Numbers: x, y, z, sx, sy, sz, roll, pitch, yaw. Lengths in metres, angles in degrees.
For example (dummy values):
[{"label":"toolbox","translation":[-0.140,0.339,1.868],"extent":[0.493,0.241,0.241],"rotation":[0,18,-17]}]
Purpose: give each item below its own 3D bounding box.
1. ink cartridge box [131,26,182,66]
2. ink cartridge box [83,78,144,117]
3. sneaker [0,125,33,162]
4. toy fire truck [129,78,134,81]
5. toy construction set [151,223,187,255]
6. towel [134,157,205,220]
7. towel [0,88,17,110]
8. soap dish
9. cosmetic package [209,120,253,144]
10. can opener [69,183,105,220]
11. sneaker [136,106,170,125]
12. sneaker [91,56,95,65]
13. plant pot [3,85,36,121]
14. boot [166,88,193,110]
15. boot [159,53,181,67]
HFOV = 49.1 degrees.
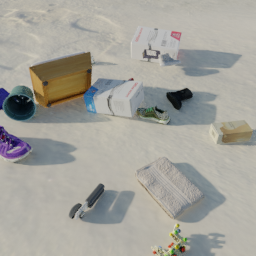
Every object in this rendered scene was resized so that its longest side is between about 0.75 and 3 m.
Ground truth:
[{"label":"ink cartridge box","translation":[1.523,-4.508,15.246],"extent":[2.465,1.040,1.785],"rotation":[12,51,8]},{"label":"ink cartridge box","translation":[-0.548,-1.312,11.742],"extent":[2.094,0.876,1.519],"rotation":[8,40,21]},{"label":"sneaker","translation":[-4.401,0.441,9.842],"extent":[2.293,0.957,0.925],"rotation":[19,45,20]},{"label":"toy fire truck","translation":[-0.021,-1.915,13.027],"extent":[0.714,0.476,0.850],"rotation":[-12,35,23]},{"label":"toy construction set","translation":[1.114,3.013,7.235],"extent":[1.002,0.462,0.657],"rotation":[-30,73,-21]},{"label":"towel","translation":[1.242,1.770,8.760],"extent":[1.353,0.352,2.042],"rotation":[-25,47,-25]},{"label":"towel","translation":[-5.576,-1.260,12.352],"extent":[1.240,0.307,0.916],"rotation":[31,56,31]},{"label":"soap dish","translation":[-2.733,-2.031,12.004],"extent":[2.614,2.057,1.062],"rotation":[-21,62,-23]},{"label":"cosmetic package","translation":[3.860,0.143,10.540],"extent":[1.374,0.488,0.723],"rotation":[-7,41,-9]},{"label":"can opener","translation":[-1.185,2.139,8.254],"extent":[0.450,0.357,1.355],"rotation":[28,46,21]},{"label":"sneaker","translation":[1.026,-0.685,11.362],"extent":[1.492,0.661,0.574],"rotation":[17,43,21]},{"label":"sneaker","translation":[-2.409,-3.751,15.011],"extent":[1.292,0.572,0.479],"rotation":[7,43,10]},{"label":"plant pot","translation":[-4.415,-1.107,11.549],"extent":[1.244,1.244,1.219],"rotation":[-9,34,-10]},{"label":"boot","translation":[2.379,-1.323,12.237],"extent":[1.054,0.479,1.255],"rotation":[-15,36,-10]},{"label":"boot","translation":[2.123,-3.502,14.183],"extent":[1.399,0.669,0.515],"rotation":[-17,7,-39]}]
